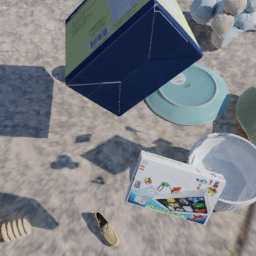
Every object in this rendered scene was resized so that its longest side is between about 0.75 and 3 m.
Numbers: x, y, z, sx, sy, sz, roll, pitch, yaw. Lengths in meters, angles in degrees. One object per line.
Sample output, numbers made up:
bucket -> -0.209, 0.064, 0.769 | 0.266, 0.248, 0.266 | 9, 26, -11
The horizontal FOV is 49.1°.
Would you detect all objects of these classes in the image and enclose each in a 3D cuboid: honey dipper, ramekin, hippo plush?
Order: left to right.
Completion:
honey dipper -> -3.385, 2.579, 6.214 | 2.369, 0.450, 0.450 | -18, 57, -11
ramekin -> 2.328, 1.132, 6.878 | 1.862, 0.977, 1.862 | 0, 56, 0
hippo plush -> 3.519, -4.475, 10.099 | 2.682, 2.136, 2.157 | -29, 61, -18

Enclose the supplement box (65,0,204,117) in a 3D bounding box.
supplement box -> -0.050, -2.069, 6.328 | 2.430, 1.632, 2.428 | -34, 47, 28

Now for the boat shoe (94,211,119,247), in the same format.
boat shoe -> -0.523, 2.329, 6.468 | 0.316, 0.286, 0.888 | -31, 61, -20

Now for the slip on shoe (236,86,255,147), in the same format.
slip on shoe -> 3.758, -0.192, 7.993 | 0.778, 0.941, 2.541 | 28, 40, -27

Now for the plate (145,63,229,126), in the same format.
plate -> 1.873, -1.281, 8.956 | 2.765, 0.353, 2.765 | 0, 56, 0

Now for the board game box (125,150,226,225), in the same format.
board game box -> 0.729, 0.970, 4.468 | 1.381, 0.872, 0.239 | 18, 19, -3
